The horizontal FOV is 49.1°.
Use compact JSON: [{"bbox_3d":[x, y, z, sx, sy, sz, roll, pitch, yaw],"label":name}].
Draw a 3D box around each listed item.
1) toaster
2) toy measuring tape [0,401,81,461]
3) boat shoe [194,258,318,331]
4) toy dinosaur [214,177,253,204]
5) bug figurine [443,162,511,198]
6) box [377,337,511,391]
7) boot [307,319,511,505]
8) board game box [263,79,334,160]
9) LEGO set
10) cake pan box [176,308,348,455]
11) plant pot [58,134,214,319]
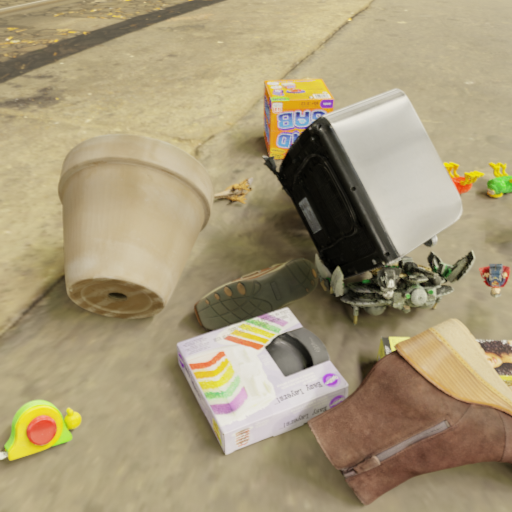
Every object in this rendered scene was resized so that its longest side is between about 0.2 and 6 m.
[{"bbox_3d":[1.684,-1.145,9.436,1.694,2.582,2.855,-26,86,-16],"label":"toaster"},{"bbox_3d":[-3.143,2.267,7.168,1.772,0.652,0.652,-10,35,-32],"label":"toy measuring tape"},{"bbox_3d":[-0.002,0.672,9.606,2.186,0.827,0.807,-19,7,-16],"label":"boat shoe"},{"bbox_3d":[-0.608,-1.422,12.813,1.634,0.493,0.868,-20,18,-37],"label":"toy dinosaur"},{"bbox_3d":[5.501,-1.284,12.167,2.348,0.779,3.028,-12,30,-27],"label":"bug figurine"},{"bbox_3d":[2.905,1.655,8.327,2.070,0.519,0.779,0,36,1],"label":"box"},{"bbox_3d":[2.201,2.305,6.874,2.243,2.697,0.976,-39,11,2],"label":"boot"},{"bbox_3d":[1.064,-3.625,14.787,1.591,1.590,1.589,-3,36,-4],"label":"board game box"},{"bbox_3d":[2.842,0.573,8.948,2.698,1.177,4.154,-10,10,-40],"label":"LEGO set"},{"bbox_3d":[0.082,1.728,8.235,2.032,0.531,1.871,-15,40,-20],"label":"cake pan box"},{"bbox_3d":[-2.129,-0.298,9.466,2.689,2.689,2.333,1,60,2],"label":"plant pot"}]
